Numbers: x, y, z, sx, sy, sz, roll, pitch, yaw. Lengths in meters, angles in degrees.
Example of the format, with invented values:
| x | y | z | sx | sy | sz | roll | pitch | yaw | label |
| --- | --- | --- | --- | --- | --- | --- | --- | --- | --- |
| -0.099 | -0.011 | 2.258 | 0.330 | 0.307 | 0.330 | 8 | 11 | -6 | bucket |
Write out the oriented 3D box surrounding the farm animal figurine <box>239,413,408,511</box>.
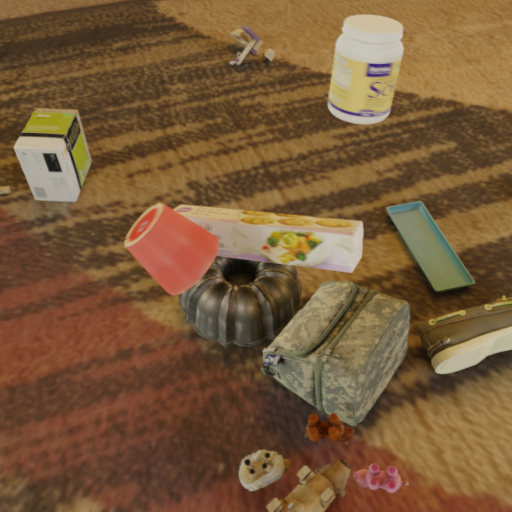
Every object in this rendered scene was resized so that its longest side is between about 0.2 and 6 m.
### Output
| x | y | z | sx | sy | sz | roll | pitch | yaw | label |
| --- | --- | --- | --- | --- | --- | --- | --- | --- | --- |
| 1.016 | 3.373 | 7.814 | 2.018 | 1.064 | 2.040 | -27 | 57 | -6 | farm animal figurine |

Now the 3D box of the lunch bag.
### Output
| x | y | z | sx | sy | sz | roll | pitch | yaw | label |
| --- | --- | --- | --- | --- | --- | --- | --- | --- | --- |
| 1.314 | 1.470 | 9.246 | 1.770 | 1.470 | 2.110 | 20 | 50 | 32 | lunch bag |

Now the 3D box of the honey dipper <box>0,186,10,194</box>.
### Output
| x | y | z | sx | sy | sz | roll | pitch | yaw | label |
| --- | --- | --- | --- | --- | --- | --- | --- | --- | --- |
| -6.066 | -1.463 | 12.720 | 0.900 | 0.171 | 0.171 | -6 | 48 | -3 | honey dipper |

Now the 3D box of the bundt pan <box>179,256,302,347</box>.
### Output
| x | y | z | sx | sy | sz | roll | pitch | yaw | label |
| --- | --- | --- | --- | --- | --- | --- | --- | --- | --- |
| -0.292 | 0.456 | 10.481 | 2.401 | 0.901 | 2.401 | 0 | 47 | 0 | bundt pan |

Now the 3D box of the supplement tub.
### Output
| x | y | z | sx | sy | sz | roll | pitch | yaw | label |
| --- | --- | --- | --- | --- | --- | --- | --- | --- | --- |
| 1.675 | -2.853 | 8.597 | 1.009 | 1.388 | 1.009 | 2 | 40 | -2 | supplement tub |

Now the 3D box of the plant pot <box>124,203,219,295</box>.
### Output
| x | y | z | sx | sy | sz | roll | pitch | yaw | label |
| --- | --- | --- | --- | --- | --- | --- | --- | --- | --- |
| -1.135 | -0.133 | 7.249 | 1.007 | 0.891 | 1.007 | -37 | 28 | 24 | plant pot |

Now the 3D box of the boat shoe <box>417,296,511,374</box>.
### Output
| x | y | z | sx | sy | sz | roll | pitch | yaw | label |
| --- | --- | --- | --- | --- | --- | --- | --- | --- | --- |
| 4.253 | 1.161 | 9.732 | 2.927 | 1.046 | 0.875 | -16 | 55 | -9 | boat shoe |

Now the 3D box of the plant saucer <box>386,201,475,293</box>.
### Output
| x | y | z | sx | sy | sz | roll | pitch | yaw | label |
| --- | --- | --- | --- | --- | --- | --- | --- | --- | --- |
| 3.524 | -0.208 | 11.541 | 0.847 | 0.230 | 2.422 | -11 | 48 | -9 | plant saucer |

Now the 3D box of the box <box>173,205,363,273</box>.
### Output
| x | y | z | sx | sy | sz | roll | pitch | yaw | label |
| --- | --- | --- | --- | --- | --- | --- | --- | --- | --- |
| 0.051 | -0.272 | 7.733 | 2.788 | 0.539 | 0.578 | 7 | 24 | 23 | box |

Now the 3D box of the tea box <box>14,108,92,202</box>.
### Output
| x | y | z | sx | sy | sz | roll | pitch | yaw | label |
| --- | --- | --- | --- | --- | --- | --- | --- | --- | --- |
| -4.472 | -2.254 | 12.518 | 1.000 | 1.497 | 1.473 | 3 | 48 | 3 | tea box |

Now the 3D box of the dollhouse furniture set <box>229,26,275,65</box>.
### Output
| x | y | z | sx | sy | sz | roll | pitch | yaw | label |
| --- | --- | --- | --- | --- | --- | --- | --- | --- | --- |
| -0.383 | -6.141 | 17.002 | 1.083 | 1.209 | 1.526 | -52 | 30 | 8 | dollhouse furniture set |
